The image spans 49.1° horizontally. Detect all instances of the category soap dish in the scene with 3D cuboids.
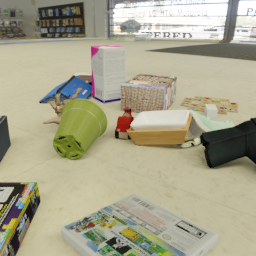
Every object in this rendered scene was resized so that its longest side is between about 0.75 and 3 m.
[{"bbox_3d":[1.230,-0.023,10.254,2.114,0.858,1.663,-2,21,20],"label":"soap dish"}]

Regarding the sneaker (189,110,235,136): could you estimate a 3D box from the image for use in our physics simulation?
[{"bbox_3d":[3.194,-0.071,10.699,1.329,0.829,2.253,-13,36,-15],"label":"sneaker"}]

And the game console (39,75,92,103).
[{"bbox_3d":[-3.305,-1.823,15.356,2.035,1.411,2.385,31,31,-6],"label":"game console"}]

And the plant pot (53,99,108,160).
[{"bbox_3d":[-1.743,0.168,9.510,1.743,1.743,1.655,5,37,11],"label":"plant pot"}]

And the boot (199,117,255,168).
[{"bbox_3d":[3.414,0.882,8.444,2.015,0.916,2.399,-20,53,8],"label":"boot"}]

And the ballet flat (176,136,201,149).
[{"bbox_3d":[2.250,0.535,9.934,1.069,0.360,0.340,-11,22,-8],"label":"ballet flat"}]

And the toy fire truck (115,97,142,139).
[{"bbox_3d":[0.042,-0.421,10.757,0.930,1.446,1.273,3,23,10],"label":"toy fire truck"}]

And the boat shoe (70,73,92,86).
[{"bbox_3d":[-1.990,-2.830,17.107,2.987,0.889,1.073,-8,-20,-33],"label":"boat shoe"}]

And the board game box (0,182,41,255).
[{"bbox_3d":[-3.182,2.073,5.941,1.943,0.667,2.351,-1,23,2],"label":"board game box"}]

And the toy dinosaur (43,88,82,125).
[{"bbox_3d":[-2.403,-0.570,11.428,1.024,1.617,2.386,3,38,20],"label":"toy dinosaur"}]

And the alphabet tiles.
[{"bbox_3d":[4.177,-1.212,14.336,2.783,0.088,2.316,9,24,20],"label":"alphabet tiles"}]

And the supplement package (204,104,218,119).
[{"bbox_3d":[3.787,-0.766,12.830,0.460,0.454,0.758,3,23,7],"label":"supplement package"}]

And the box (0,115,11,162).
[{"bbox_3d":[-5.027,0.507,8.841,1.994,1.239,2.010,-2,23,-6],"label":"box"}]

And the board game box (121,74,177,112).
[{"bbox_3d":[1.102,-1.761,14.064,2.136,1.298,2.680,8,24,19],"label":"board game box"}]

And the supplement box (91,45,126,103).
[{"bbox_3d":[-1.038,-2.915,14.873,1.441,2.788,1.411,-14,27,-30],"label":"supplement box"}]

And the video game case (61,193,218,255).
[{"bbox_3d":[0.195,2.181,5.669,2.169,0.262,2.380,-14,21,-41],"label":"video game case"}]
